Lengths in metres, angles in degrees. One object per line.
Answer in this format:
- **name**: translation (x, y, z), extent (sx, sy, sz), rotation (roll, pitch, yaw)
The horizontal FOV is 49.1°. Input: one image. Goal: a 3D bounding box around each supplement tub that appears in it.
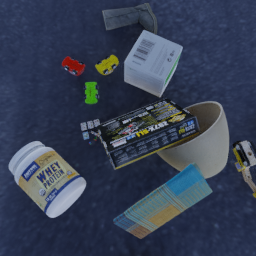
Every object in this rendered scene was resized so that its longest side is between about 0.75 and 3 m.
- **supplement tub**: translation (-2.500, 1.539, 8.673), extent (2.069, 1.494, 1.494), rotation (40, 75, 13)

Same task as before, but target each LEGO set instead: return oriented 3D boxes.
- **LEGO set**: translation (-1.256, 0.171, 9.893), extent (0.678, 0.223, 0.908), rotation (-15, 60, -5)

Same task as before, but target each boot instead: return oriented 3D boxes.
- **boot**: translation (0.054, -4.226, 11.140), extent (1.952, 0.708, 1.775), rotation (-12, 57, -11)

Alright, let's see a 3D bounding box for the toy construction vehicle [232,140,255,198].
- **toy construction vehicle**: translation (4.531, 0.959, 9.352), extent (1.992, 0.806, 2.288), rotation (-16, 74, -17)

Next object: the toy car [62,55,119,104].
- **toy car**: translation (-1.374, -1.738, 10.382), extent (2.115, 0.472, 1.990), rotation (-3, 71, 0)

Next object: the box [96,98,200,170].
- **box**: translation (0.478, 0.055, 8.434), extent (2.617, 2.090, 0.646), rotation (-22, 116, -7)

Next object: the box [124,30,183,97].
- **box**: translation (0.867, -2.277, 10.094), extent (1.571, 1.346, 1.564), rotation (26, 72, 7)

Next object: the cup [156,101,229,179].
- **cup**: translation (2.159, 0.548, 8.758), extent (2.411, 2.411, 1.724), rotation (-39, 108, -13)

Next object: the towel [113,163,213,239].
- **towel**: translation (0.943, 1.905, 7.074), extent (2.376, 1.742, 0.258), rotation (-35, 49, 3)
